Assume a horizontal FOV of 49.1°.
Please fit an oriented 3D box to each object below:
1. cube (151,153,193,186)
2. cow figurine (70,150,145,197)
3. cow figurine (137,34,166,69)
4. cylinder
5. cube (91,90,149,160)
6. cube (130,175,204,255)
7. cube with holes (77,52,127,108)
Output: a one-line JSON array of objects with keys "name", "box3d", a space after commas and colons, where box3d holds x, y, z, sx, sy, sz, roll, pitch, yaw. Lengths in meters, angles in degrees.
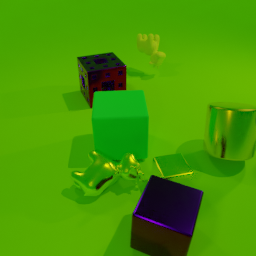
[{"name": "cube", "box3d": [0.993, 1.106, 6.484, 0.711, 0.711, 0.711, -7, 36, -13]}, {"name": "cow figurine", "box3d": [-0.425, 1.101, 6.476, 1.411, 0.787, 1.434, 27, 58, 24]}, {"name": "cow figurine", "box3d": [0.895, -3.115, 11.370, 1.361, 1.340, 0.747, 17, 20, 40]}, {"name": "cylinder", "box3d": [2.628, 0.044, 7.183, 1.268, 1.268, 1.268, 2, 13, 0]}, {"name": "cube", "box3d": [-0.202, -0.091, 7.514, 1.369, 1.369, 1.369, -2, 35, -2]}, {"name": "cube", "box3d": [0.726, 1.734, 5.302, 1.057, 1.057, 1.057, 15, 39, 17]}, {"name": "cube with holes", "box3d": [-0.919, -1.719, 9.851, 1.338, 1.338, 1.338, -13, 38, -18]}]
